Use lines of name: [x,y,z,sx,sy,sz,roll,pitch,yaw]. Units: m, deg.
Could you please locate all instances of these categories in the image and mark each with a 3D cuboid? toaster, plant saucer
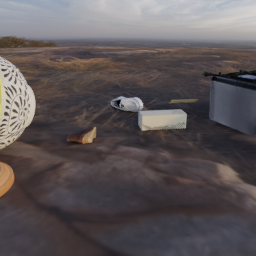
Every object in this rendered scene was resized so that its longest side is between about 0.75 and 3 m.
toaster: [4.208,-0.985,9.144,2.512,1.649,2.778,-10,22,-26]
plant saucer: [-3.243,1.050,5.521,1.839,0.297,1.839,1,20,0]

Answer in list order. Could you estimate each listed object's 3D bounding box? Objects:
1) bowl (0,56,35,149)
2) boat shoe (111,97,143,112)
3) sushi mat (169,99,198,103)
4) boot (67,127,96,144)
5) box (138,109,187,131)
bowl: [-3.165,-0.596,6.975,2.673,2.673,1.254,18,12,40]
boat shoe: [-0.072,-0.857,10.543,0.510,0.575,1.562,-19,17,-33]
sushi mat: [2.119,-1.030,10.720,1.038,0.063,0.497,-2,-7,-2]
boot: [-1.289,0.171,7.918,0.701,0.305,0.843,4,23,5]
box: [1.076,-0.263,8.848,1.438,0.492,0.591,-3,20,-7]
